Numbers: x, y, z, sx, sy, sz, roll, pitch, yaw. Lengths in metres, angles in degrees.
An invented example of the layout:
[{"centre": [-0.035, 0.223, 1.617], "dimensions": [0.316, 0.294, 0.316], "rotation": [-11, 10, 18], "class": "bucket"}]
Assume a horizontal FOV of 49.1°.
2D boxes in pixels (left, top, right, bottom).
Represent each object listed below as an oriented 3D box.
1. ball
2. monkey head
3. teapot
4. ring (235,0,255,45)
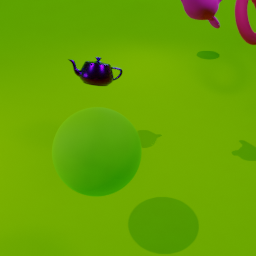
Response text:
[{"centre": [-0.470, 0.360, 4.322], "dimensions": [1.360, 1.360, 1.360], "rotation": [0, 40, 0], "class": "ball"}, {"centre": [1.218, -2.191, 4.889], "dimensions": [1.060, 0.639, 0.762], "rotation": [28, 1, -15], "class": "monkey head"}, {"centre": [-0.765, -1.335, 6.534], "dimensions": [1.305, 0.639, 0.812], "rotation": [4, 17, -15], "class": "teapot"}, {"centre": [3.372, -3.023, 7.567], "dimensions": [1.531, 1.531, 0.306], "rotation": [-34, 21, -34], "class": "ring"}]
